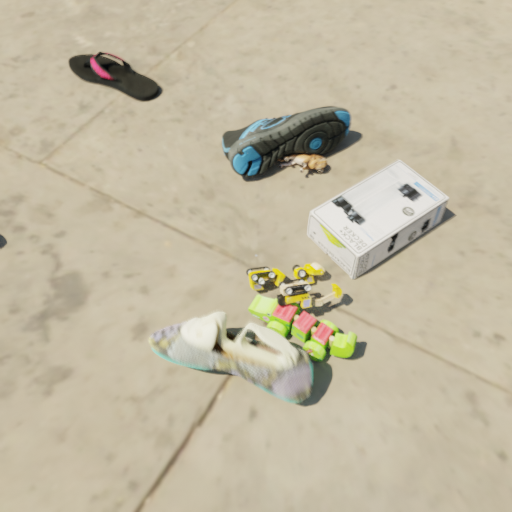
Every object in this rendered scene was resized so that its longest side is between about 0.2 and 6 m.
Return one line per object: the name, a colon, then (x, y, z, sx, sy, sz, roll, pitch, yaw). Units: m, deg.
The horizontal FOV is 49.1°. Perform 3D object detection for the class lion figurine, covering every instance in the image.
lion figurine: (0.898, -1.878, 11.063, 0.940, 0.341, 0.576, 26, 43, 29)

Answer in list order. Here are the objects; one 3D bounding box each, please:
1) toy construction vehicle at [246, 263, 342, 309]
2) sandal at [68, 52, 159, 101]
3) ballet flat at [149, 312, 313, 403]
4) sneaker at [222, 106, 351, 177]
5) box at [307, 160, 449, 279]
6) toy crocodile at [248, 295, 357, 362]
toy construction vehicle: (0.602, 0.496, 9.110, 1.277, 0.450, 1.112, -8, 19, -19)
sandal: (-3.233, -4.211, 12.684, 2.372, 0.534, 0.891, 25, 58, 18)
ballet flat: (-0.353, 1.306, 8.253, 2.603, 0.936, 0.936, 16, 55, 15)
sneaker: (0.588, -2.485, 11.088, 2.665, 0.976, 1.092, -19, 44, -13)
box: (2.154, -0.687, 9.974, 2.211, 0.665, 1.290, -30, 59, -20)
toy crocodile: (0.706, 1.085, 8.726, 1.792, 0.553, 0.605, 27, 58, 19)
